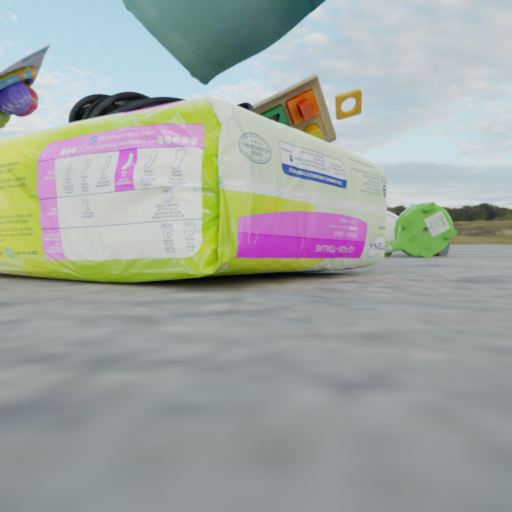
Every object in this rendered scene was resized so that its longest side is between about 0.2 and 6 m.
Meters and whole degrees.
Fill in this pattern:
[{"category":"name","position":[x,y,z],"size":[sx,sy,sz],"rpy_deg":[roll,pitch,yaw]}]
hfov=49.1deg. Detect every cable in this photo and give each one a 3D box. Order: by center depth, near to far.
[{"category":"cable","position":[-0.603,-0.908,3.662],"size":[1.222,0.310,0.997],"rpy_deg":[1,0,28]}]

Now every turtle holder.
[{"category":"turtle holder","position":[2.385,-0.289,8.327],"size":[0.795,1.046,0.743],"rpy_deg":[32,2,-1]}]

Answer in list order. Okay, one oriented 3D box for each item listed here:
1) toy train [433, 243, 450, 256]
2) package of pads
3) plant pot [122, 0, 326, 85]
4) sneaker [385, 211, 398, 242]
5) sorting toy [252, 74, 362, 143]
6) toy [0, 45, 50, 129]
[{"category":"toy train","position":[2.825,-0.152,9.272],"size":[0.500,0.374,0.878],"rpy_deg":[12,-1,-3]},{"category":"package of pads","position":[-0.696,-0.300,3.878],"size":[2.624,0.895,2.027],"rpy_deg":[0,0,34]},{"category":"plant pot","position":[-0.366,-2.733,5.671],"size":[1.672,1.779,1.779],"rpy_deg":[-44,-8,10]},{"category":"sneaker","position":[1.990,-0.508,13.432],"size":[3.089,1.128,1.094],"rpy_deg":[-3,21,2]},{"category":"sorting toy","position":[0.652,-2.204,9.696],"size":[2.697,0.367,1.519],"rpy_deg":[-26,-42,2]},{"category":"toy","position":[-4.200,-2.548,9.389],"size":[1.640,0.673,2.849],"rpy_deg":[-39,22,-21]}]
